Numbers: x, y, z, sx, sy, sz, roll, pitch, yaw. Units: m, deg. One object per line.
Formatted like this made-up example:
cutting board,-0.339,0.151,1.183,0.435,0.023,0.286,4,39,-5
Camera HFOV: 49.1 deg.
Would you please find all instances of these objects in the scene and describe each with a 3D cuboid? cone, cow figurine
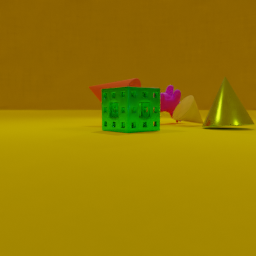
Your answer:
cone,2.760,-0.748,7.859,1.395,1.400,1.395,-3,-1,0
cone,-0.644,-1.128,9.413,1.627,1.621,1.621,22,11,18
cone,2.162,-0.401,9.257,0.974,0.970,0.970,35,-6,-16
cow figurine,1.528,-0.817,10.560,1.530,1.505,0.840,-16,39,-25

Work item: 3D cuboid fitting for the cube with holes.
cube with holes,0.066,-0.464,7.077,1.061,1.061,1.061,-4,5,-39
